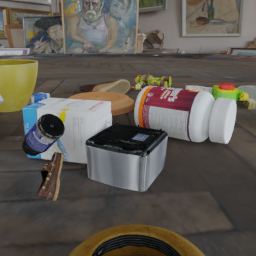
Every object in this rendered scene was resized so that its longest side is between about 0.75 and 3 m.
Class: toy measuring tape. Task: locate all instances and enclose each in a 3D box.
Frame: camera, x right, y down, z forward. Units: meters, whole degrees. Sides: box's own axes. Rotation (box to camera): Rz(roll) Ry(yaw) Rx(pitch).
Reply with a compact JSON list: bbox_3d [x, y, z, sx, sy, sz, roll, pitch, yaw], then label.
[{"bbox_3d":[3.573,-1.460,11.805,2.815,1.036,1.036,13,23,34],"label":"toy measuring tape"}]

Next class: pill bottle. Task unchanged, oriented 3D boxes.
[{"bbox_3d":[-1.596,0.161,5.183,0.904,0.506,0.506,-37,-8,38],"label":"pill bottle"},{"bbox_3d":[1.567,-0.379,7.822,2.548,1.396,1.396,11,21,31],"label":"pill bottle"}]

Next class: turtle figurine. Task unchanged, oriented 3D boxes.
[{"bbox_3d":[1.266,-2.613,15.429,2.119,0.846,2.628,9,20,25],"label":"turtle figurine"}]

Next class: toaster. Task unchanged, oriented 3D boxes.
[{"bbox_3d":[-0.020,0.539,5.823,1.393,0.914,1.541,8,20,23],"label":"toaster"}]

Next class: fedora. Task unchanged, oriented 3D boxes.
[{"bbox_3d":[0.103,1.663,2.820,1.649,0.673,1.649,-1,16,0],"label":"fedora"}]

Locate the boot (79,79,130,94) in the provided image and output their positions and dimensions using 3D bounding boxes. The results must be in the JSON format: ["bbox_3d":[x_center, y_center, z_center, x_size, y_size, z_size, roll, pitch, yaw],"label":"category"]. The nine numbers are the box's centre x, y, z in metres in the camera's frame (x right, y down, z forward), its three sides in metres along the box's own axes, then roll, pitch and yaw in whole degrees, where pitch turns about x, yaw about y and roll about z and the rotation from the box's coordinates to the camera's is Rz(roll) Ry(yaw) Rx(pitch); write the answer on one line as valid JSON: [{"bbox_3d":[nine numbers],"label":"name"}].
[{"bbox_3d":[-1.140,-2.067,13.896,1.774,0.772,2.133,18,28,39],"label":"boot"}]

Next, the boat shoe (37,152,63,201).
[{"bbox_3d":[-1.338,0.782,4.838,0.339,0.340,0.965,18,39,-20],"label":"boat shoe"}]

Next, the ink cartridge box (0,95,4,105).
[{"bbox_3d":[-4.532,-0.562,8.128,1.143,0.401,1.407,-38,-6,21],"label":"ink cartridge box"}]

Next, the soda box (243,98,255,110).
[{"bbox_3d":[4.999,-1.008,11.468,0.319,0.301,0.942,4,18,10],"label":"soda box"}]

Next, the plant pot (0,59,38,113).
[{"bbox_3d":[-4.790,-1.644,10.946,2.578,1.830,2.578,1,18,0],"label":"plant pot"}]

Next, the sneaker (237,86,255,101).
[{"bbox_3d":[5.875,-1.427,11.965,0.947,0.899,2.353,-2,17,-39],"label":"sneaker"}]

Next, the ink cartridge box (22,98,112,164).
[{"bbox_3d":[-1.380,0.018,6.787,1.736,1.256,1.278,4,17,13],"label":"ink cartridge box"}]

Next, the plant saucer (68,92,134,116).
[{"bbox_3d":[-1.182,-1.050,11.352,2.898,0.468,2.898,0,18,0],"label":"plant saucer"}]

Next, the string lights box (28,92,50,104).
[{"bbox_3d":[-4.039,-1.320,12.372,0.554,0.318,1.079,10,21,28],"label":"string lights box"}]
